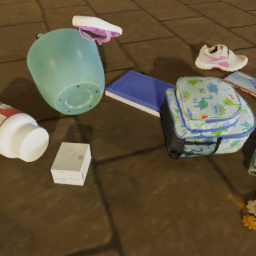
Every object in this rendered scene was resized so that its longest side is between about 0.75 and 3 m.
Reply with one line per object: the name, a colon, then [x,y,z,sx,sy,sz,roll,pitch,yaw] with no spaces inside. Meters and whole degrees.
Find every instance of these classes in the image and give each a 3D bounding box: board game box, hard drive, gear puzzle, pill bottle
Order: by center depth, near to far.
gear puzzle: [3.770,2.194,7.615,1.726,0.226,0.894,-21,45,-22]
pill bottle: [-3.931,0.068,9.110,2.634,1.478,1.478,23,46,24]
hard drive: [0.804,-1.474,11.711,2.932,0.372,1.935,25,47,26]
board game box: [5.390,-1.856,12.282,1.090,0.206,2.117,-31,50,-29]

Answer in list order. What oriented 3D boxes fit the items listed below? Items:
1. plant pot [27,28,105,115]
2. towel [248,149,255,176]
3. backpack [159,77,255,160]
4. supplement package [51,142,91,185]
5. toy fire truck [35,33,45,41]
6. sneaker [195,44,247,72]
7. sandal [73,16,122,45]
plant pot: [-2.148,-1.866,10.541,2.782,2.782,2.233,-15,60,-16]
towel: [5.273,0.993,8.847,2.367,0.424,2.458,21,46,22]
backpack: [2.634,-0.383,9.142,2.703,1.987,2.474,0,50,-7]
supplement package: [-1.703,1.078,8.579,0.892,0.635,1.146,4,42,6]
toy fire truck: [-3.716,-3.885,13.929,1.871,1.368,2.126,-4,52,-5]
sneaker: [4.519,-3.414,13.404,2.430,1.072,0.989,2,41,2]
sandal: [-1.043,-3.096,9.122,1.154,0.697,2.835,12,14,15]
